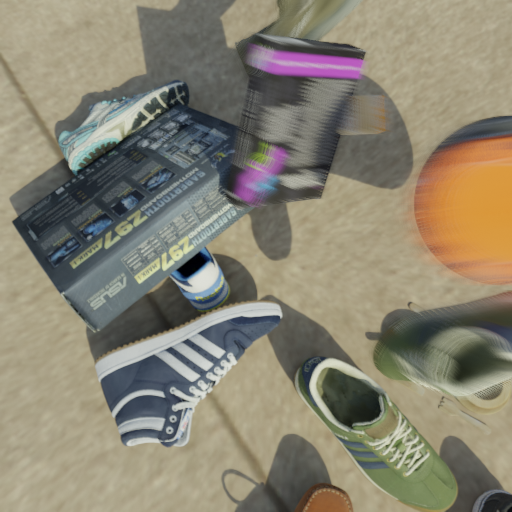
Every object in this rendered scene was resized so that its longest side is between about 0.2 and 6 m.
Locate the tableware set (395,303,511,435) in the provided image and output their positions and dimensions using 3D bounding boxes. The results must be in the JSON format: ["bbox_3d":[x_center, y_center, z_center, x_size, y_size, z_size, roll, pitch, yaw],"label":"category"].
[{"bbox_3d":[3.032,1.683,8.717,2.033,0.407,1.344,30,72,11],"label":"tableware set"}]

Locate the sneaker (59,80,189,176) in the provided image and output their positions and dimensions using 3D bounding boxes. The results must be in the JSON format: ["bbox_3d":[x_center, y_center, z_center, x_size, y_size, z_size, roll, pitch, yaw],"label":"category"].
[{"bbox_3d":[-2.386,-2.487,10.016,2.617,1.016,1.130,-39,67,-16],"label":"sneaker"}]

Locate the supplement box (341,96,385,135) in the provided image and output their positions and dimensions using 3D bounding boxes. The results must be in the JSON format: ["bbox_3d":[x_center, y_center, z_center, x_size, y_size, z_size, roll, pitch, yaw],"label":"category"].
[{"bbox_3d":[1.578,-2.249,8.971,0.909,0.334,0.573,-5,97,-9],"label":"supplement box"}]

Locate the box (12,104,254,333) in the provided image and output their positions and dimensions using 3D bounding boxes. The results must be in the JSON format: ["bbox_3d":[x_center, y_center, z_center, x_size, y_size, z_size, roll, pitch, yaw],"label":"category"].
[{"bbox_3d":[-1.750,-0.825,8.689,3.578,0.913,2.822,-40,40,-14],"label":"box"}]

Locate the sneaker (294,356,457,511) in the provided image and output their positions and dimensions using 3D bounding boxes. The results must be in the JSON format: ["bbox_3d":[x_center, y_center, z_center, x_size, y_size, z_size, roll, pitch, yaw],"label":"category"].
[{"bbox_3d":[1.695,2.505,7.925,2.887,1.296,0.968,42,75,14],"label":"sneaker"}]

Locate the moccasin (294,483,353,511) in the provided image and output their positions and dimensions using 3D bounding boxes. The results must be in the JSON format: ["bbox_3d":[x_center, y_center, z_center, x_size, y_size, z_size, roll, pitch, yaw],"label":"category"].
[{"bbox_3d":[0.614,4.516,7.229,1.103,1.164,3.015,22,71,8],"label":"moccasin"}]

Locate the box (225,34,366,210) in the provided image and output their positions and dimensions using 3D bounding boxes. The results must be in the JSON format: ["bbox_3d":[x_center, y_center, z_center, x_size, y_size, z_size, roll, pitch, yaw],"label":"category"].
[{"bbox_3d":[0.479,-1.683,7.300,1.535,2.147,0.387,-10,36,-37],"label":"box"}]

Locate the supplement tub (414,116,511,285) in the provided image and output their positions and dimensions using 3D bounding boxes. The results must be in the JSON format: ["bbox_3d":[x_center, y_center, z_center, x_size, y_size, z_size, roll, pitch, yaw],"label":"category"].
[{"bbox_3d":[2.909,-0.735,6.640,1.819,2.969,1.819,6,105,22],"label":"supplement tub"}]

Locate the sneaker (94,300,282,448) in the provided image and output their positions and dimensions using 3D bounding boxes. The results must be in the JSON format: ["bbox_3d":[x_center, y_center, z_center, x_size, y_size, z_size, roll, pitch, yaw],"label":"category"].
[{"bbox_3d":[-0.819,1.813,8.313,2.942,1.031,1.596,-21,65,0],"label":"sneaker"}]

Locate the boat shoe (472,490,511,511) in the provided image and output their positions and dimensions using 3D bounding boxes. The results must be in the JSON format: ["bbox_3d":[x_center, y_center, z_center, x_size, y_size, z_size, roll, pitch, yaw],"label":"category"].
[{"bbox_3d":[3.398,4.602,7.315,0.995,0.943,2.846,8,69,3],"label":"boat shoe"}]

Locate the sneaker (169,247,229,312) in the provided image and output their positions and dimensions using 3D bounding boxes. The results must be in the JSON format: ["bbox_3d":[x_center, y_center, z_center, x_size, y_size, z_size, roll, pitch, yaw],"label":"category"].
[{"bbox_3d":[-1.329,-0.151,9.055,0.867,0.965,2.346,-43,62,-12],"label":"sneaker"}]

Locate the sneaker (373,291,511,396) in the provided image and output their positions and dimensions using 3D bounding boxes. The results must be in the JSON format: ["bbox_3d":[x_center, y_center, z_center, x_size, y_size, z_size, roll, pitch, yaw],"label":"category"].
[{"bbox_3d":[1.965,1.055,5.919,0.719,2.145,0.963,53,45,-6],"label":"sneaker"}]

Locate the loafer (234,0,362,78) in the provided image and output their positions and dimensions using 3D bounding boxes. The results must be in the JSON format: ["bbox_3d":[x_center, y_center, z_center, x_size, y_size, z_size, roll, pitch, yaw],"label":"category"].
[{"bbox_3d":[0.688,-3.417,7.755,2.473,0.930,0.861,-42,105,10],"label":"loafer"}]
